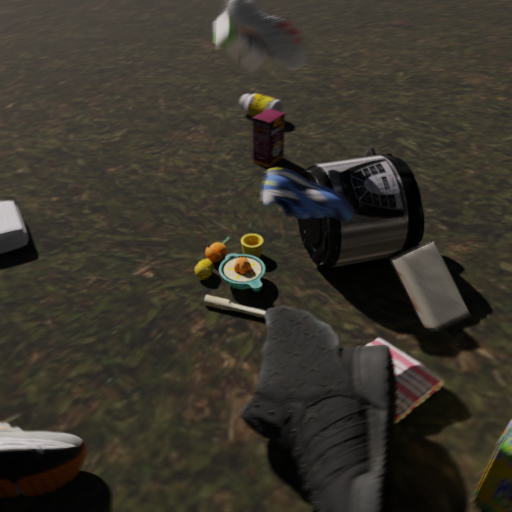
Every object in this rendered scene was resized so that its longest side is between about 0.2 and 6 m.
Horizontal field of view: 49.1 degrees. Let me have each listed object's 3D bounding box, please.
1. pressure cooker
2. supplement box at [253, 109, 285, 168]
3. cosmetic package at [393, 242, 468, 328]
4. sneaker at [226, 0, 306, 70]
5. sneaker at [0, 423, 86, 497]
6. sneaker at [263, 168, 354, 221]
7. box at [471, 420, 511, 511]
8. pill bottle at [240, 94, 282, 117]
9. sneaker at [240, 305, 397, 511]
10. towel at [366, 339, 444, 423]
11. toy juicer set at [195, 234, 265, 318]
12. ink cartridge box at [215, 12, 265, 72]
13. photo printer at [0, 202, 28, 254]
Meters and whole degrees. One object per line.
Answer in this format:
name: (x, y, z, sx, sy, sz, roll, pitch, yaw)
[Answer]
pressure cooker: (2.156, -0.948, 11.124, 2.382, 2.095, 2.127, -9, 29, -12)
supplement box: (0.319, -3.024, 14.385, 0.543, 1.269, 0.700, 24, 44, 27)
cosmetic package: (1.642, 0.284, 5.317, 0.373, 0.315, 0.722, -23, 84, -5)
sneaker: (0.195, -3.999, 10.110, 1.687, 0.650, 0.691, 40, 3, -10)
sneaker: (-3.690, 2.523, 7.664, 2.727, 1.032, 1.254, -2, 34, -4)
sneaker: (0.786, -0.808, 8.733, 1.538, 0.569, 0.632, 22, 76, -11)
box: (4.385, 2.645, 7.139, 2.193, 1.389, 2.277, 28, 46, 31)
pill bottle: (0.131, -4.411, 16.616, 1.189, 0.669, 0.669, 24, 44, 27)
sneaker: (0.763, 2.437, 7.615, 2.129, 1.226, 4.083, -3, 46, 20)
towel: (1.845, 2.088, 8.791, 1.835, 0.274, 1.343, -27, 43, -30)
toy juicer set: (-0.508, 0.307, 10.745, 1.368, 0.585, 2.151, -1, 39, -2)
ink cartridge box: (-0.325, -4.348, 11.353, 1.020, 0.429, 0.742, 29, 43, -37)
photo printer: (-5.621, -0.605, 11.945, 1.226, 0.512, 1.473, -20, 42, -21)
